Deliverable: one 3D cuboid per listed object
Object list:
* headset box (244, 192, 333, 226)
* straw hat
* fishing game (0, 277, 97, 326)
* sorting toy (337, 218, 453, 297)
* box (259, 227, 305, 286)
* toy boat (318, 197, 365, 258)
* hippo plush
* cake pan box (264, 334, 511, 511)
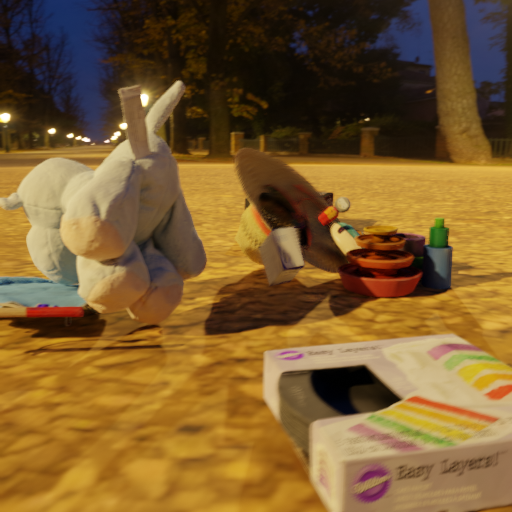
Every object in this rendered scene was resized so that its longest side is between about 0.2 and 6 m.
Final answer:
[{"bbox_3d":[0.860,-1.145,14.596,1.796,0.906,2.416,5,13,20],"label":"headset box"},{"bbox_3d":[0.329,-0.489,10.267,1.272,3.004,3.004,-41,-8,28],"label":"straw hat"},{"bbox_3d":[-2.927,0.615,7.343,2.431,0.528,3.395,1,3,-8],"label":"fishing game"},{"bbox_3d":[2.403,-0.111,9.234,1.619,1.106,2.695,6,13,28],"label":"sorting toy"},{"bbox_3d":[0.355,0.013,7.866,0.344,0.604,0.656,-8,-20,-20],"label":"box"},{"bbox_3d":[1.603,-0.419,9.699,0.594,1.277,1.074,-38,31,2],"label":"toy boat"},{"bbox_3d":[-2.225,-0.529,7.174,2.350,2.923,2.329,-1,18,24],"label":"hippo plush"},{"bbox_3d":[1.180,1.214,4.418,2.061,0.539,1.898,-3,10,-12],"label":"cake pan box"}]
